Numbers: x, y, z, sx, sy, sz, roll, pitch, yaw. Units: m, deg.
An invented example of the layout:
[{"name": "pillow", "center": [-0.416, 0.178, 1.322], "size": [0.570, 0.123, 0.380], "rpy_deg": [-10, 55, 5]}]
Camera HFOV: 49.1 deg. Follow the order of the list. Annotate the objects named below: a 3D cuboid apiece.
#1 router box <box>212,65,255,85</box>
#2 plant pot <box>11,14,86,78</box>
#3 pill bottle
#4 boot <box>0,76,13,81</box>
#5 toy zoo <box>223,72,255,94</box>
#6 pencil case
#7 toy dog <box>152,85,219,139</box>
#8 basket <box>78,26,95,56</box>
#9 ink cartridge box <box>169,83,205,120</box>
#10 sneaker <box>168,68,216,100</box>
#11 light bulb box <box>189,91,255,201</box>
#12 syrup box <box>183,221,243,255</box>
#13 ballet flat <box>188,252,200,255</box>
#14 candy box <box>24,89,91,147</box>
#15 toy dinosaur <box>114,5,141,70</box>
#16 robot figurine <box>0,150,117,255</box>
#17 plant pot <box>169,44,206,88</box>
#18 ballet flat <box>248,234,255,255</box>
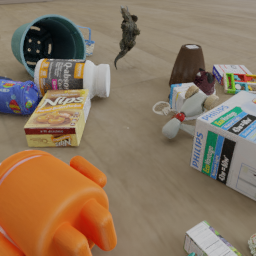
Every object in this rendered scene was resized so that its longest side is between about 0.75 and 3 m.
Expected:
[{"name": "router box", "center": [4.718, -2.422, 12.658], "size": [1.427, 0.388, 1.590], "rpy_deg": [1, 32, 2]}, {"name": "plant pot", "center": [-3.776, -3.577, 12.547], "size": [2.850, 2.850, 2.791], "rpy_deg": [-21, 30, -30]}, {"name": "pill bottle", "center": [-2.042, -1.831, 10.647], "size": [2.618, 1.523, 1.523], "rpy_deg": [2, 32, 3]}, {"name": "boot", "center": [-5.466, -1.876, 11.561], "size": [0.981, 0.790, 2.171], "rpy_deg": [-20, 45, -41]}, {"name": "toy zoo", "center": [4.798, -1.806, 11.491], "size": [1.673, 0.171, 1.098], "rpy_deg": [5, 52, 5]}, {"name": "pencil case", "center": [-4.608, -1.243, 9.965], "size": [2.972, 1.160, 1.291], "rpy_deg": [8, 61, 12]}, {"name": "toy dog", "center": [1.854, -0.406, 8.722], "size": [2.030, 0.978, 1.339], "rpy_deg": [-27, 56, -2]}, {"name": "basket", "center": [-2.516, -4.809, 15.465], "size": [1.335, 1.514, 1.053], "rpy_deg": [27, 40, 37]}, {"name": "ink cartridge box", "center": [2.075, -0.939, 9.799], "size": [0.865, 0.861, 1.179], "rpy_deg": [-7, 32, -11]}, {"name": "sneaker", "center": [2.482, -1.697, 10.736], "size": [2.026, 1.170, 0.767], "rpy_deg": [-13, 34, -19]}, {"name": "light bulb box", "center": [3.271, 0.392, 7.004], "size": [2.442, 1.524, 2.421], "rpy_deg": [27, 41, 37]}, {"name": "syrup box", "center": [1.587, 2.304, 4.877], "size": [0.518, 0.501, 1.272], "rpy_deg": [-19, 36, -28]}, {"name": "ballet flat", "center": [0.682, 2.693, 4.310], "size": [1.760, 0.653, 0.653], "rpy_deg": [-28, 41, -34]}, {"name": "candy box", "center": [-2.146, -0.412, 9.063], "size": [1.511, 0.724, 2.618], "rpy_deg": [0, 32, 2]}, {"name": "toy dinosaur", "center": [0.013, -4.232, 13.324], "size": [1.140, 2.962, 1.515], "rpy_deg": [6, 22, 2]}, {"name": "robot figurine", "center": [-1.529, 1.437, 5.210], "size": [2.858, 2.056, 1.667], "rpy_deg": [24, -5, 36]}, {"name": "plant pot", "center": [2.550, -2.550, 11.635], "size": [1.580, 1.690, 1.580], "rpy_deg": [0, 31, 0]}, {"name": "ballet flat", "center": [2.578, 2.398, 4.756], "size": [0.567, 0.479, 1.500], "rpy_deg": [-8, 33, -14]}]
